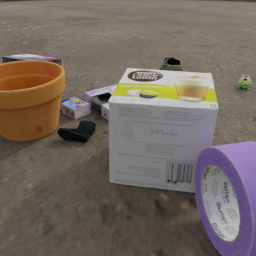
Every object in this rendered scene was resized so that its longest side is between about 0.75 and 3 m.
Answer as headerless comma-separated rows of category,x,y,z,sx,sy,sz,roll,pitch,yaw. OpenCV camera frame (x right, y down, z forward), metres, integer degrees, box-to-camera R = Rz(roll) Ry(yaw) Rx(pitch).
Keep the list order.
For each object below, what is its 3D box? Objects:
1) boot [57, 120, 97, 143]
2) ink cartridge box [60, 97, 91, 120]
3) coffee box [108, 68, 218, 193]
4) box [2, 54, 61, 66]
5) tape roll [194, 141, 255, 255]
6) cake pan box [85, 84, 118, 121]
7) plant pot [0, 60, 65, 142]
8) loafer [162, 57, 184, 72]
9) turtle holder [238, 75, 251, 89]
boot,-1.663,0.048,9.371,1.128,0.417,0.924,12,34,6
ink cartridge box,-2.111,-0.803,10.791,1.158,0.442,0.790,25,39,38
coffee box,0.920,-0.061,7.565,2.424,2.427,2.400,6,31,9
box,-4.285,-2.588,12.649,2.240,1.285,1.480,15,25,29
tape roll,2.153,1.373,5.439,0.919,2.162,2.162,-7,31,-11
cake pan box,-0.414,-1.098,11.170,2.166,0.566,1.995,-18,33,-28
plant pot,-3.475,-0.877,9.373,2.853,1.997,2.853,0,30,0
loafer,2.361,-3.185,14.279,1.005,0.931,2.672,-3,31,-6
turtle holder,5.330,-2.102,12.858,0.753,0.535,0.572,-25,39,-35
